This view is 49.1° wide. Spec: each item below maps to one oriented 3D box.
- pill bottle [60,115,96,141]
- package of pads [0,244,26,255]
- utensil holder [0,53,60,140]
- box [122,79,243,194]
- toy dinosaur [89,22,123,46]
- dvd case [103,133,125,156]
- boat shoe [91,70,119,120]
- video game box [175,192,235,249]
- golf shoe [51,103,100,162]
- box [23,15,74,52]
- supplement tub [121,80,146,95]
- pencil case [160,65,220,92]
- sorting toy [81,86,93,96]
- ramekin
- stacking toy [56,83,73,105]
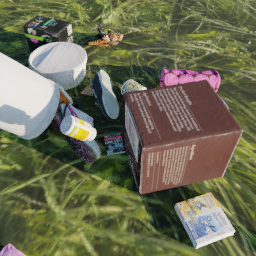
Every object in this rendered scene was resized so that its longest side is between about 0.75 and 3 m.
[{"bbox_3d":[-1.229,0.040,7.084,0.488,0.866,0.488,-16,63,35],"label":"pill bottle"},{"bbox_3d":[-2.264,3.691,6.076,2.127,0.805,1.282,25,51,22],"label":"package of pads"},{"bbox_3d":[-3.887,-1.102,8.788,2.224,2.617,2.224,-19,57,32],"label":"utensil holder"},{"bbox_3d":[1.374,0.249,8.359,2.720,2.234,2.257,-9,47,-9],"label":"box"},{"bbox_3d":[-1.140,-4.519,13.953,1.767,0.903,1.199,-16,62,-43],"label":"toy dinosaur"},{"bbox_3d":[-0.475,0.538,9.579,0.632,0.095,0.865,-9,46,-9],"label":"dvd case"},{"bbox_3d":[-0.942,-1.186,10.829,0.698,0.875,2.314,-32,50,26],"label":"boat shoe"},{"bbox_3d":[2.055,2.470,7.610,1.136,0.292,1.247,-13,48,-16],"label":"video game box"},{"bbox_3d":[-1.628,-0.016,9.465,1.296,1.022,2.815,-27,52,-25],"label":"golf shoe"},{"bbox_3d":[-3.694,-4.292,13.256,1.907,1.416,1.185,16,49,15],"label":"box"},{"bbox_3d":[0.308,-1.374,10.955,0.733,0.733,1.011,-36,56,-29],"label":"supplement tub"},{"bbox_3d":[2.464,-1.951,11.367,2.320,1.053,1.087,4,31,1],"label":"pencil case"},{"bbox_3d":[-1.470,-1.471,11.478,0.769,0.113,0.568,14,43,18],"label":"sorting toy"},{"bbox_3d":[-2.881,-2.567,11.835,2.370,1.104,2.370,0,47,0],"label":"ramekin"},{"bbox_3d":[-2.912,-0.906,10.567,1.445,1.056,1.056,-41,57,-10],"label":"stacking toy"}]
